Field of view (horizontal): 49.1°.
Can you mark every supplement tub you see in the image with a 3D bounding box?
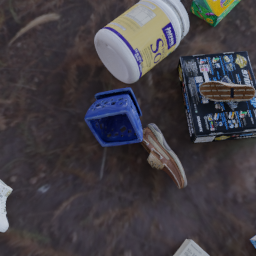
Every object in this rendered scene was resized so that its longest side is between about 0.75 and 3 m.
[{"bbox_3d":[0.481,-2.995,9.283,2.727,1.983,1.983,-41,74,-14],"label":"supplement tub"}]

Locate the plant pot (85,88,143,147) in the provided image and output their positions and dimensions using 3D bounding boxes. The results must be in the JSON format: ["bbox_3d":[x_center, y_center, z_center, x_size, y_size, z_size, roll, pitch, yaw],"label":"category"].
[{"bbox_3d":[-0.335,-0.376,8.420,1.385,1.385,1.246,-8,48,19],"label":"plant pot"}]

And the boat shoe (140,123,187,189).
[{"bbox_3d":[0.977,0.912,8.461,0.798,0.841,2.222,-28,62,-5],"label":"boat shoe"}]

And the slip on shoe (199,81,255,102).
[{"bbox_3d":[3.021,-1.114,8.613,1.620,0.491,0.616,3,93,13],"label":"slip on shoe"}]

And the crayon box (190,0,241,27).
[{"bbox_3d":[3.493,-4.958,10.777,1.188,0.583,2.000,40,74,14],"label":"crayon box"}]

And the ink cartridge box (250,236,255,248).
[{"bbox_3d":[4.369,3.346,7.263,1.223,1.202,1.662,-29,72,-11],"label":"ink cartridge box"}]

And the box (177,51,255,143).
[{"bbox_3d":[3.028,-1.077,9.237,2.345,0.679,2.951,-6,69,-2],"label":"box"}]

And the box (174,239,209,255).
[{"bbox_3d":[1.290,3.951,7.318,0.812,0.676,1.977,39,74,14],"label":"box"}]

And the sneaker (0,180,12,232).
[{"bbox_3d":[-3.678,2.142,8.078,0.878,0.560,1.520,-38,72,-10],"label":"sneaker"}]
